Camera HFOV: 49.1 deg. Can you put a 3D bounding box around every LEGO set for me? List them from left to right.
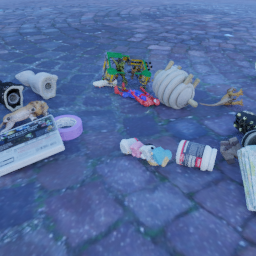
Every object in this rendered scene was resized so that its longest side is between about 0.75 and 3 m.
[{"bbox_3d":[-0.210,-2.766,14.809,2.801,1.623,2.154,-7,56,-22],"label":"LEGO set"}]

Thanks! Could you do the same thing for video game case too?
[{"bbox_3d":[-3.620,0.553,9.875,2.439,0.285,2.217,-23,38,-12],"label":"video game case"}]

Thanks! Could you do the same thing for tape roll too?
[{"bbox_3d":[-2.462,-0.030,11.080,1.286,0.422,1.286,0,33,0],"label":"tape roll"}]

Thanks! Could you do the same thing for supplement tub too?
[{"bbox_3d":[2.237,0.912,9.192,1.182,0.829,0.829,13,35,21],"label":"supplement tub"}]

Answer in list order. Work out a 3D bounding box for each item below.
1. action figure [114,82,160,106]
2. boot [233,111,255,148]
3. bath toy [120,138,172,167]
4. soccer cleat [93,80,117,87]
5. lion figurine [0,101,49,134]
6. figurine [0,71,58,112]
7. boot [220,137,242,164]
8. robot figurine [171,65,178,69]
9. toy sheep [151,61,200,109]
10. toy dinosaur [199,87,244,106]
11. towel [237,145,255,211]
[{"bbox_3d":[0.473,-1.589,13.410,2.572,0.665,0.841,28,37,34],"label":"action figure"},{"bbox_3d":[4.433,0.170,9.927,2.881,1.040,2.176,2,25,-32],"label":"boot"},{"bbox_3d":[0.537,0.754,9.403,0.709,0.834,1.917,-32,29,-30],"label":"bath toy"},{"bbox_3d":[-1.213,-2.441,14.810,1.288,0.499,0.446,0,32,1],"label":"soccer cleat"},{"bbox_3d":[-4.381,-0.497,11.453,2.337,0.847,1.431,-18,23,-17],"label":"lion figurine"},{"bbox_3d":[-5.321,-2.110,13.775,2.827,1.247,2.898,24,38,39],"label":"figurine"},{"bbox_3d":[3.731,0.730,9.473,1.175,0.413,0.859,-10,76,-2],"label":"boot"},{"bbox_3d":[2.555,-3.236,16.003,0.836,0.557,0.986,-46,45,-6],"label":"robot figurine"},{"bbox_3d":[2.140,-1.809,12.646,1.895,1.895,2.748,-18,45,-26],"label":"toy sheep"},{"bbox_3d":[4.586,-1.278,13.004,1.349,0.767,2.541,-5,17,45],"label":"toy dinosaur"},{"bbox_3d":[4.344,1.405,7.979,2.186,0.526,1.871,-1,69,0],"label":"towel"}]
